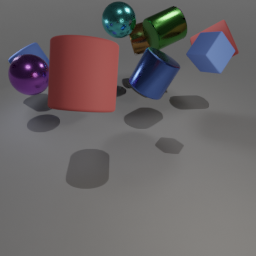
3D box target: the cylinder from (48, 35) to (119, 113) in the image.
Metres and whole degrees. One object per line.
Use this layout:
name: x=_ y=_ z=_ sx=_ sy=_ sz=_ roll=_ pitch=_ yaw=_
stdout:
cylinder: x=-0.924 y=-1.076 z=5.836 sx=1.400 sy=1.400 sz=1.400 roll=4 pitch=6 yaw=0

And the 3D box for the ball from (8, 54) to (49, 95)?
ball: x=-3.368 y=-1.825 z=9.645 sx=1.400 sy=1.400 sz=1.400 roll=0 pitch=31 yaw=0

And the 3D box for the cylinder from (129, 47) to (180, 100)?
cylinder: x=0.954 y=-1.983 z=10.204 sx=1.400 sy=1.400 sz=1.400 roll=25 pitch=27 yaw=-14

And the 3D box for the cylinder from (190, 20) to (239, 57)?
cylinder: x=3.355 y=-3.216 z=10.901 sx=1.400 sy=1.400 sz=1.400 roll=-24 pitch=21 yaw=27

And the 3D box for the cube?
cube: x=2.003 y=-1.831 z=6.806 sx=0.700 sy=0.700 sz=0.700 roll=-56 pitch=34 yaw=-5

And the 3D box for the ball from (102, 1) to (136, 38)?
ball: x=-0.366 y=-4.378 z=11.374 sx=1.400 sy=1.400 sz=1.400 roll=0 pitch=31 yaw=0

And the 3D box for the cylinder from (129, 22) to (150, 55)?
cylinder: x=0.837 y=-4.345 z=13.400 sx=1.400 sy=1.400 sz=1.400 roll=-14 pitch=30 yaw=8

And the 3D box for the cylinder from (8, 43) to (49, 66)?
cylinder: x=-4.018 y=-2.629 z=11.824 sx=1.400 sy=1.400 sz=1.400 roll=-30 pitch=17 yaw=10

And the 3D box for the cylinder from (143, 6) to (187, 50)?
cylinder: x=1.550 y=-4.205 z=11.871 sx=1.400 sy=1.400 sz=1.400 roll=-28 pitch=37 yaw=-10
